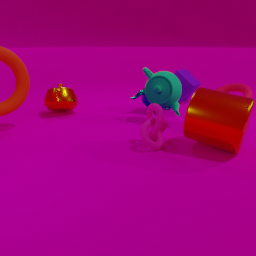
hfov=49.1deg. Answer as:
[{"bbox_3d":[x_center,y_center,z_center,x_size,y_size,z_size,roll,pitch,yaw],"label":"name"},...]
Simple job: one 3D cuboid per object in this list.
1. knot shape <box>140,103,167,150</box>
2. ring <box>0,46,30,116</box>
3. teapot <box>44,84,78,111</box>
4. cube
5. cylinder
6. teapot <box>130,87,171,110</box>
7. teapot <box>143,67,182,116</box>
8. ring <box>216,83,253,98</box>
[{"bbox_3d":[0.645,0.057,7.026,0.532,1.151,1.077,6,47,16],"label":"knot shape"},{"bbox_3d":[-3.694,-1.290,7.764,1.972,1.972,0.394,-16,19,-41],"label":"ring"},{"bbox_3d":[-2.423,-1.114,10.193,1.216,0.957,1.955,-3,-3,2],"label":"teapot"},{"bbox_3d":[2.337,-1.834,12.043,0.981,0.981,0.981,48,34,13],"label":"cube"},{"bbox_3d":[2.193,-0.204,6.763,1.327,1.327,1.327,18,24,25],"label":"cylinder"},{"bbox_3d":[0.926,-1.054,10.354,1.781,0.872,1.108,16,27,-28],"label":"teapot"},{"bbox_3d":[1.095,-1.153,8.860,1.202,1.933,0.946,-40,-10,22],"label":"teapot"},{"bbox_3d":[3.815,-1.143,10.542,1.630,0.326,1.630,-20,33,14],"label":"ring"}]
